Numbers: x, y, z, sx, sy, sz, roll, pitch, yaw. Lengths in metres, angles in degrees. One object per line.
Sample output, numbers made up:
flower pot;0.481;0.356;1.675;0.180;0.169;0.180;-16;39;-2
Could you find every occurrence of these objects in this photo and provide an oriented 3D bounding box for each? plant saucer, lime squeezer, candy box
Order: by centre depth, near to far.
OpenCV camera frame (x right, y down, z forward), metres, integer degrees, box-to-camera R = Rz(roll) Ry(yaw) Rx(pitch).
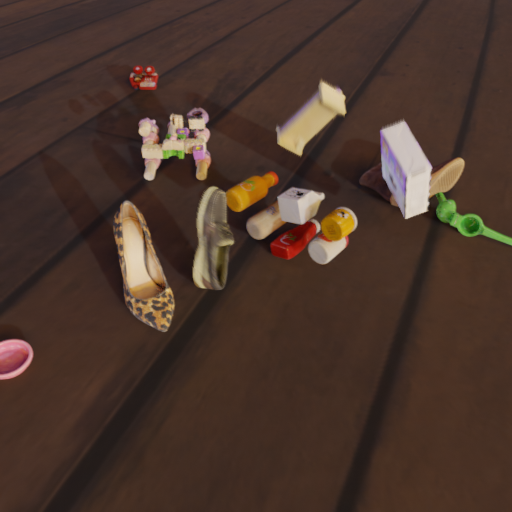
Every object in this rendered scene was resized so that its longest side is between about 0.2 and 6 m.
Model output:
plant saucer;-4.073;1.726;9.198;0.791;0.200;0.791;0;39;0
candy box;2.968;-1.681;11.178;0.532;1.488;1.248;-20;59;3
lime squeezer;4.547;-0.775;12.151;0.982;0.524;2.780;9;26;-41

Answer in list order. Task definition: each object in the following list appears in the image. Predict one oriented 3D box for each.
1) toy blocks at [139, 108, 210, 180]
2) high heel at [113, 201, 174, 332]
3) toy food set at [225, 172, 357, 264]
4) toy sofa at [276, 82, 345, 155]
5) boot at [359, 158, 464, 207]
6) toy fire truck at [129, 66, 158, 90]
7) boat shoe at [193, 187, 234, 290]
toy blocks;-1.943;-2.963;13.610;1.691;1.809;1.523;0;45;0
high heel;-2.047;0.152;9.969;0.821;1.639;2.299;-16;42;-18
toy food set;0.914;-0.823;11.235;2.945;1.406;1.325;15;39;41
toy sofa;1.048;-2.739;11.005;0.605;1.460;0.713;21;51;-29
boot;3.631;-1.945;13.073;1.990;0.720;1.655;-35;48;-18
toy fire truck;-3.617;-5.632;17.947;0.923;0.517;0.775;3;58;5
boat shoe;-0.710;-0.297;10.395;0.630;1.916;0.685;12;9;28
